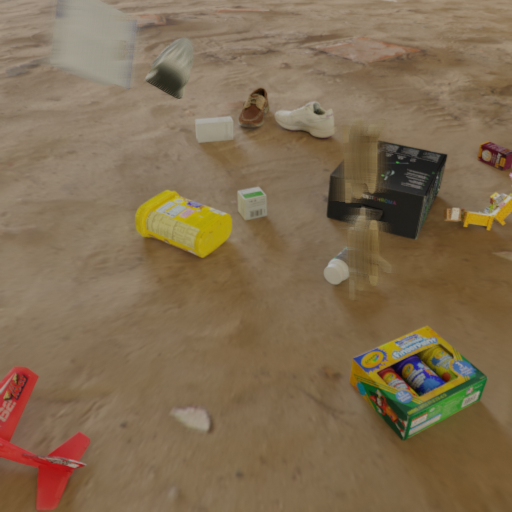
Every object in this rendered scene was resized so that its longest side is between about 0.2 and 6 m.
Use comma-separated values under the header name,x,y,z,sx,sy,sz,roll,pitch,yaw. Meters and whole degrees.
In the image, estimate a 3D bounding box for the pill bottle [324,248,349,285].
name,x,y,z,sx,sy,sz,roll,pitch,yaw
pill bottle,1.601,0.183,10.328,0.438,0.438,0.774,23,40,29

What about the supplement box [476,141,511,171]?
name,x,y,z,sx,sy,sz,roll,pitch,yaw
supplement box,6.056,-2.529,14.170,0.347,0.447,0.810,-21,40,-27

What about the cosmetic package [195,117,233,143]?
name,x,y,z,sx,sy,sz,roll,pitch,yaw
cosmetic package,-1.155,-3.479,15.426,1.011,0.571,0.410,-5,35,-11

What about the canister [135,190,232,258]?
name,x,y,z,sx,sy,sz,roll,pitch,yaw
canister,-1.446,-0.654,11.309,1.608,0.696,1.194,22,41,26

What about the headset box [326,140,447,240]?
name,x,y,z,sx,sy,sz,roll,pitch,yaw
headset box,2.825,-1.501,12.157,2.022,1.077,2.322,16,38,20

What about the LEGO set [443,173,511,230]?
name,x,y,z,sx,sy,sz,roll,pitch,yaw
LEGO set,4.810,-1.040,11.896,1.864,0.857,0.694,-26,20,2

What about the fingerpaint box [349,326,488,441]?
name,x,y,z,sx,sy,sz,roll,pitch,yaw
fingerpaint box,2.289,1.757,8.011,1.461,0.536,1.218,-17,39,-23

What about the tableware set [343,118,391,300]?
name,x,y,z,sx,sy,sz,roll,pitch,yaw
tableware set,1.509,-0.647,7.318,0.454,2.265,1.497,0,16,18

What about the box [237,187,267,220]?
name,x,y,z,sx,sy,sz,roll,pitch,yaw
box,-0.088,-1.135,12.121,0.525,0.528,0.452,-14,36,-17

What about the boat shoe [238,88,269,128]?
name,x,y,z,sx,sy,sz,roll,pitch,yaw
boat shoe,-0.082,-4.404,16.575,0.780,0.739,2.059,5,35,7

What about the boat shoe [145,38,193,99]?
name,x,y,z,sx,sy,sz,roll,pitch,yaw
boat shoe,-1.845,-4.083,12.313,0.909,0.791,2.465,27,-2,-14

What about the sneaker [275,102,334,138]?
name,x,y,z,sx,sy,sz,roll,pitch,yaw
sneaker,1.388,-3.960,15.772,1.920,0.957,0.719,21,41,29

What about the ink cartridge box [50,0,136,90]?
name,x,y,z,sx,sy,sz,roll,pitch,yaw
ink cartridge box,-2.678,-3.567,9.301,0.290,1.313,1.337,-2,-10,44

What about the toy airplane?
name,x,y,z,sx,sy,sz,roll,pitch,yaw
toy airplane,-3.139,2.451,7.107,2.301,0.423,2.301,-1,41,1
